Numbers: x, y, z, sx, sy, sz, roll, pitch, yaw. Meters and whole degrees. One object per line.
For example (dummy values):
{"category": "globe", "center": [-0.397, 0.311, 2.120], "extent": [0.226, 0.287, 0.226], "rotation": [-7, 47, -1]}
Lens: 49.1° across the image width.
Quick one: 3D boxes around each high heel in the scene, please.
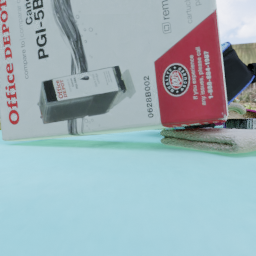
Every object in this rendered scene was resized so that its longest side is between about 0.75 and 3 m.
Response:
{"category": "high heel", "center": [3.256, -0.417, 8.580], "extent": [1.982, 0.668, 0.953], "rotation": [3, -9, -17]}

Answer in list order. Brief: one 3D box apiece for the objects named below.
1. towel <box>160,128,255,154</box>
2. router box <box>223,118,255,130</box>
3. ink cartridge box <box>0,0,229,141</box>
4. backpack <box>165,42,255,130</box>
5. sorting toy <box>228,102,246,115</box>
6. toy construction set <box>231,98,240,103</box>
{"category": "towel", "center": [0.864, 0.109, 2.649], "extent": [0.720, 0.187, 1.086], "rotation": [-3, 3, -26]}
{"category": "router box", "center": [2.793, -0.092, 6.381], "extent": [1.014, 0.259, 0.756], "rotation": [-2, 3, -33]}
{"category": "ink cartridge box", "center": [-0.229, -0.778, 2.991], "extent": [2.317, 1.700, 0.960], "rotation": [-7, 1, 20]}
{"category": "backpack", "center": [0.968, -0.693, 4.617], "extent": [1.473, 1.183, 1.609], "rotation": [-45, 7, -8]}
{"category": "sorting toy", "center": [1.664, -0.288, 7.174], "extent": [2.441, 0.445, 2.259], "rotation": [-5, 1, 20]}
{"category": "toy construction set", "center": [3.513, -0.770, 11.923], "extent": [2.929, 1.349, 1.920], "rotation": [-11, 3, -7]}
